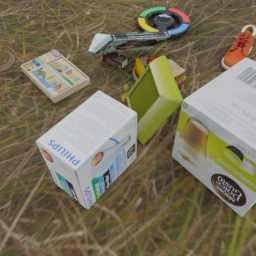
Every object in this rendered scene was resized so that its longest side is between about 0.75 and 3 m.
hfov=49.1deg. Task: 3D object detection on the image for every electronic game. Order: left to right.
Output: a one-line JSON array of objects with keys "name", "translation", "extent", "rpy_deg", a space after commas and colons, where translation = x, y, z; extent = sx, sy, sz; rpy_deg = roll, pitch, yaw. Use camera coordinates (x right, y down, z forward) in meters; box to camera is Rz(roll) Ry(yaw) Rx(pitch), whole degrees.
[{"name": "electronic game", "translation": [1.852, -5.521, 14.535], "extent": [2.812, 0.585, 2.812], "rpy_deg": [0, 51, 0]}]

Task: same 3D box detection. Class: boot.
[{"name": "boot", "translation": [4.969, -3.572, 12.474], "extent": [0.952, 1.360, 2.537], "rpy_deg": [27, 57, 18]}]

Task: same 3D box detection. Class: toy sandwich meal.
[{"name": "toy sandwich meal", "translation": [1.304, -2.466, 11.860], "extent": [2.383, 0.816, 2.383], "rpy_deg": [1, 51, -1]}]

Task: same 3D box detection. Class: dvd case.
[{"name": "dvd case", "translation": [0.122, -3.649, 11.954], "extent": [2.758, 2.013, 0.304], "rpy_deg": [-11, 94, -25]}]

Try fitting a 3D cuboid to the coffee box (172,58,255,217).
[{"name": "coffee box", "translation": [3.446, 0.236, 8.347], "extent": [2.888, 2.856, 2.884], "rpy_deg": [-34, 58, -24]}]

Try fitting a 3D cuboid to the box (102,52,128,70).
[{"name": "box", "translation": [-0.572, -3.123, 12.697], "extent": [1.096, 0.411, 0.549], "rpy_deg": [29, 55, 24]}]

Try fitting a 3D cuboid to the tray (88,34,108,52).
[{"name": "tray", "translation": [-1.386, -4.216, 13.747], "extent": [0.799, 0.165, 1.488], "rpy_deg": [7, 51, 7]}]

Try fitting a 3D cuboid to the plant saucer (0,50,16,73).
[{"name": "plant saucer", "translation": [-5.944, -3.061, 12.770], "extent": [1.547, 0.228, 1.547], "rpy_deg": [0, 52, 0]}]

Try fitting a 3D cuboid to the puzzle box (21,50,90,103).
[{"name": "puzzle box", "translation": [-3.136, -2.309, 12.064], "extent": [1.819, 0.348, 2.734], "rpy_deg": [-35, 59, -26]}]

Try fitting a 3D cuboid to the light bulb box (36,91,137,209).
[{"name": "light bulb box", "translation": [-1.042, 0.669, 8.311], "extent": [1.504, 2.389, 2.410], "rpy_deg": [32, 59, 24]}]

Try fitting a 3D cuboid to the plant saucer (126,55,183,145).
[{"name": "plant saucer", "translation": [0.677, -1.036, 9.749], "extent": [0.569, 2.375, 2.371], "rpy_deg": [13, 45, -28]}]
